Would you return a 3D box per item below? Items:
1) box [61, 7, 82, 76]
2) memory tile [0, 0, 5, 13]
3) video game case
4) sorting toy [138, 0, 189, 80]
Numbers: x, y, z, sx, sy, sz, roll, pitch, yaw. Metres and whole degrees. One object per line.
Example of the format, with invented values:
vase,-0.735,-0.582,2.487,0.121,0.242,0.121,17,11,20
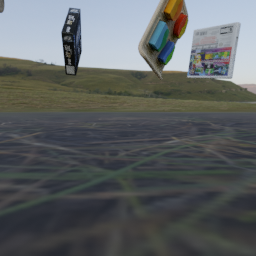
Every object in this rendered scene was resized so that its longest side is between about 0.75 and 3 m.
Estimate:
box,-1.809,-2.786,9.150,0.368,1.354,1.690,6,-37,-3
memory tile,-2.702,-2.474,4.990,0.187,2.225,1.706,0,-40,-5
video game case,3.079,-2.766,10.276,0.237,1.878,2.061,2,8,-33
sorting toy,1.043,-2.472,7.132,0.395,2.164,2.003,22,0,21
